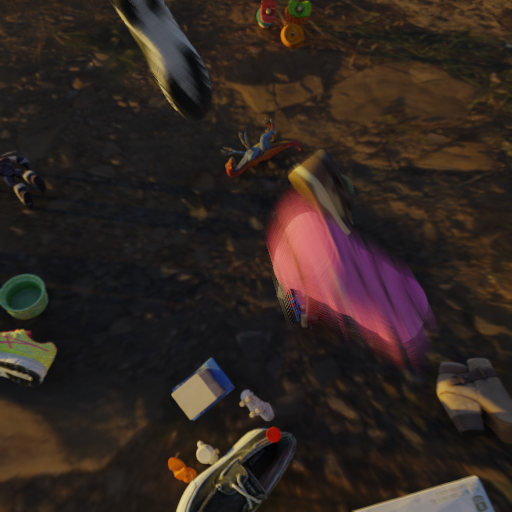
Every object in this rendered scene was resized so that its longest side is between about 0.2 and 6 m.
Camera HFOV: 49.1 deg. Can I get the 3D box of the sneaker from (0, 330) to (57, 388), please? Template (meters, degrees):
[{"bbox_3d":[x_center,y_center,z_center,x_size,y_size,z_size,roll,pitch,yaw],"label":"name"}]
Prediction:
[{"bbox_3d":[-4.284,1.595,9.632,1.873,0.732,0.846,19,43,10],"label":"sneaker"}]

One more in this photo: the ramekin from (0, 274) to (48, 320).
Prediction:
[{"bbox_3d":[-4.267,0.780,10.345,0.813,0.397,0.813,0,53,0],"label":"ramekin"}]

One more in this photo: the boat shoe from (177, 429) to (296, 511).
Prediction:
[{"bbox_3d":[-0.252,3.178,7.805,0.838,0.824,2.325,54,43,-6],"label":"boat shoe"}]

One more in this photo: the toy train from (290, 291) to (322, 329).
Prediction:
[{"bbox_3d":[0.975,0.226,10.736,0.599,0.446,2.614,1,53,5],"label":"toy train"}]

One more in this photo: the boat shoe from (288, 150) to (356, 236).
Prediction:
[{"bbox_3d":[1.198,-0.906,8.579,0.705,2.175,0.796,-47,65,4],"label":"boat shoe"}]

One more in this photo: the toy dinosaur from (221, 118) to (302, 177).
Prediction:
[{"bbox_3d":[0.014,-2.296,12.486,1.666,0.875,1.512,25,75,4],"label":"toy dinosaur"}]

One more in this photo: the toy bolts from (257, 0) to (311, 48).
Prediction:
[{"bbox_3d":[0.706,-6.489,15.716,1.432,0.993,1.367,6,93,-7],"label":"toy bolts"}]

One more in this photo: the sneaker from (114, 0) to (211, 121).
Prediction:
[{"bbox_3d":[-1.542,-3.584,9.716,0.846,2.546,1.152,-29,28,4],"label":"sneaker"}]

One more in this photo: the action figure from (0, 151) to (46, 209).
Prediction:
[{"bbox_3d":[-5.295,-1.718,12.147,1.663,0.577,1.082,34,67,27],"label":"action figure"}]

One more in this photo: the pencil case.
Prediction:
[{"bbox_3d":[1.145,0.352,6.360,0.983,2.099,0.953,36,97,52],"label":"pencil case"}]

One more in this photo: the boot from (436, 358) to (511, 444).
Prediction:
[{"bbox_3d":[3.870,2.300,9.110,1.807,0.635,1.321,7,46,-3],"label":"boot"}]

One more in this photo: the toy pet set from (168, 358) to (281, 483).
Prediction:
[{"bbox_3d":[-0.631,2.566,8.702,1.719,0.913,1.605,-40,81,8],"label":"toy pet set"}]

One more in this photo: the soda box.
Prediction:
[{"bbox_3d":[1.195,4.138,7.232,3.963,1.350,1.262,-13,54,-9],"label":"soda box"}]
